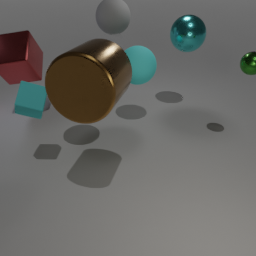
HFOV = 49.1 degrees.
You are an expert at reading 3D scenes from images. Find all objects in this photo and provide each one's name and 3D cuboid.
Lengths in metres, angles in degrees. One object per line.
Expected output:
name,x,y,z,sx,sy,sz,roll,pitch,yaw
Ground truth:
ball,2.346,-3.689,10.964,1.400,1.400,1.400,0,29,0
ball,0.347,-2.292,10.264,1.400,1.400,1.400,0,29,0
cube,-4.251,-2.699,10.877,1.400,1.400,1.400,-7,68,5
cube,-2.576,-0.729,7.472,0.700,0.700,0.700,13,69,-17
cylinder,-0.742,-0.996,5.733,1.400,1.400,1.400,7,28,12
ball,3.760,-1.952,8.479,0.700,0.700,0.700,0,29,0
ball,-0.594,-4.457,11.195,1.400,1.400,1.400,0,29,0
